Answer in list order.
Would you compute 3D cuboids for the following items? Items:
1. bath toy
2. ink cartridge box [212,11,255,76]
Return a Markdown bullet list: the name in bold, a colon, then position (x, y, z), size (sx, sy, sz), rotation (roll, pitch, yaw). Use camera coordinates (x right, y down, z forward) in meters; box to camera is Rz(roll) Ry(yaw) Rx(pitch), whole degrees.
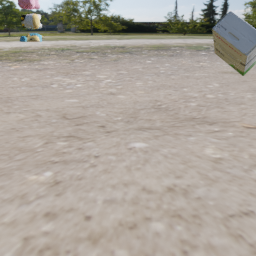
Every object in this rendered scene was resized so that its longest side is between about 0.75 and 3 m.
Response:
- **bath toy**: position (-3.113, -3.785, 8.643), size (0.799, 2.162, 0.940), rotation (-14, 21, -36)
- **ink cartridge box**: position (1.386, -1.047, 3.562), size (0.550, 0.318, 0.753), rotation (47, 8, 18)
